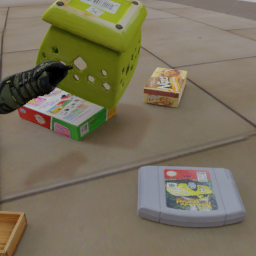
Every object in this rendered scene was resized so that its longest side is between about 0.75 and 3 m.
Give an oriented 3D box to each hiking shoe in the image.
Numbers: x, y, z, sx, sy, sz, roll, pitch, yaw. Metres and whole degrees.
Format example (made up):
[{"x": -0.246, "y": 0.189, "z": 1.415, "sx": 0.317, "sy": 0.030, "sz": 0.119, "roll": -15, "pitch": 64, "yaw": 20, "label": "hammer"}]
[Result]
[{"x": -2.242, "y": -1.021, "z": 6.492, "sx": 2.018, "sy": 0.764, "sz": 1.016, "roll": -43, "pitch": 29, "yaw": -26, "label": "hiking shoe"}]

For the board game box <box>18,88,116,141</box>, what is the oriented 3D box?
[{"x": -2.253, "y": -0.737, "z": 10.467, "sx": 2.944, "sy": 0.594, "sz": 2.253, "roll": 20, "pitch": 38, "yaw": 27, "label": "board game box"}]

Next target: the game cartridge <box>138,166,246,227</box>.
[{"x": 1.498, "y": 1.654, "z": 6.956, "sx": 2.508, "sy": 0.513, "sz": 1.669, "roll": 1, "pitch": 37, "yaw": 2, "label": "game cartridge"}]

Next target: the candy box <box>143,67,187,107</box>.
[{"x": 1.647, "y": -1.814, "z": 12.038, "sx": 1.437, "sy": 0.689, "sz": 2.490, "roll": 10, "pitch": 34, "yaw": 15, "label": "candy box"}]

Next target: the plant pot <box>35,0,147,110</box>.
[{"x": -1.003, "y": -2.682, "z": 8.552, "sx": 2.772, "sy": 2.515, "sz": 2.758, "roll": 22, "pitch": 50, "yaw": 2, "label": "plant pot"}]

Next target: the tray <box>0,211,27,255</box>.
[{"x": -3.394, "y": 2.283, "z": 6.051, "sx": 2.063, "sy": 0.382, "sz": 1.018, "roll": 3, "pitch": 33, "yaw": 3, "label": "tray"}]
